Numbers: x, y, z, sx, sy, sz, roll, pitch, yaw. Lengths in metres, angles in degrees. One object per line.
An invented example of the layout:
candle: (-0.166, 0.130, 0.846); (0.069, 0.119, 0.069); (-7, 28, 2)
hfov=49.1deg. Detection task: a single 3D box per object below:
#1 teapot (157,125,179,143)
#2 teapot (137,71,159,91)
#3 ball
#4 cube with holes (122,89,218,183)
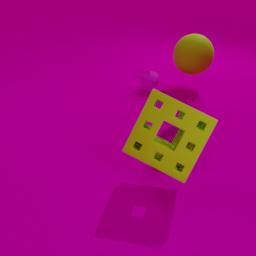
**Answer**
teapot: (1.227, 0.385, 7.051); (1.544, 0.756, 0.960); (-38, 24, -24)
teapot: (0.712, -1.733, 10.061); (0.583, 0.740, 1.190); (29, 3, -28)
ball: (2.264, -2.540, 9.714); (1.377, 1.377, 1.377); (0, 35, 0)
cube with holes: (0.768, 0.098, 5.377); (1.214, 1.214, 1.214); (27, 7, 4)
